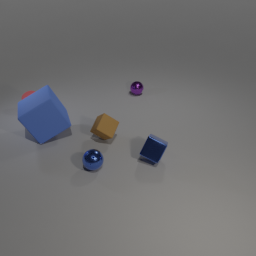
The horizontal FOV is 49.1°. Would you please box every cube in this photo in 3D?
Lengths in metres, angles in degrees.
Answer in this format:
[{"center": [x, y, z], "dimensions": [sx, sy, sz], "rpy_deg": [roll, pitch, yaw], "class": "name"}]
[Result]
[{"center": [0.886, 0.687, 9.497], "dimensions": [0.700, 0.700, 0.700], "rpy_deg": [27, 10, 7], "class": "cube"}, {"center": [-3.223, -0.532, 10.774], "dimensions": [1.400, 1.400, 1.400], "rpy_deg": [-32, 36, -1], "class": "cube"}, {"center": [-0.877, -0.041, 10.516], "dimensions": [0.700, 0.700, 0.700], "rpy_deg": [-16, 47, 61], "class": "cube"}]

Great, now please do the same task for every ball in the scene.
[{"center": [0.457, -2.053, 14.391], "dimensions": [0.700, 0.700, 0.700], "rpy_deg": [0, 31, 0], "class": "ball"}, {"center": [-1.151, 1.040, 9.213], "dimensions": [0.700, 0.700, 0.700], "rpy_deg": [0, 31, 0], "class": "ball"}]

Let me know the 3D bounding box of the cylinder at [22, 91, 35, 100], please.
[{"center": [-4.399, -1.230, 12.836], "dimensions": [0.700, 0.700, 0.700], "rpy_deg": [-5, 51, 6], "class": "cylinder"}]
